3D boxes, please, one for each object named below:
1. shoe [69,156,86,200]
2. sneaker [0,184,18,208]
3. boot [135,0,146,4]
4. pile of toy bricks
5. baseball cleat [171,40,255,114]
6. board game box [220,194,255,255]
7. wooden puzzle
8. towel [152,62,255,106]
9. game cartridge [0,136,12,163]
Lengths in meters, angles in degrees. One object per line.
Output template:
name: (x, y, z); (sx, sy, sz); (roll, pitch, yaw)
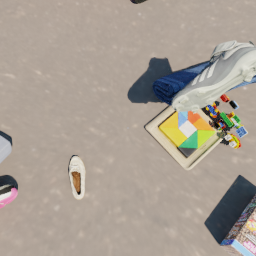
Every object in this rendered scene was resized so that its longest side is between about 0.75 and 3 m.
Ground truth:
shoe: (-1.235, 1.187, 6.888); (0.383, 0.292, 1.095); (-10, 67, -4)
sneaker: (-3.776, 1.528, 6.420); (2.362, 0.871, 1.033); (-15, 74, -1)
boot: (0.699, -5.097, 9.353); (1.891, 0.711, 1.414); (-23, 68, -9)
pile of toy bricks: (2.708, -0.219, 7.314); (0.701, 0.788, 1.420); (2, 52, -47)
baseball cleat: (1.632, -1.006, 5.459); (1.854, 0.646, 0.987); (-26, 50, 17)
board game box: (3.077, 2.369, 6.114); (1.275, 0.774, 1.599); (39, 72, 15)
wooden puzzle: (1.520, 0.055, 7.368); (1.519, 0.306, 1.642); (-39, 72, -15)
towel: (2.153, -1.285, 7.427); (2.802, 1.565, 0.680); (-19, 111, -8)
game cartridge: (-4.396, 0.494, 6.587); (2.857, 0.578, 1.905); (16, 39, 9)
